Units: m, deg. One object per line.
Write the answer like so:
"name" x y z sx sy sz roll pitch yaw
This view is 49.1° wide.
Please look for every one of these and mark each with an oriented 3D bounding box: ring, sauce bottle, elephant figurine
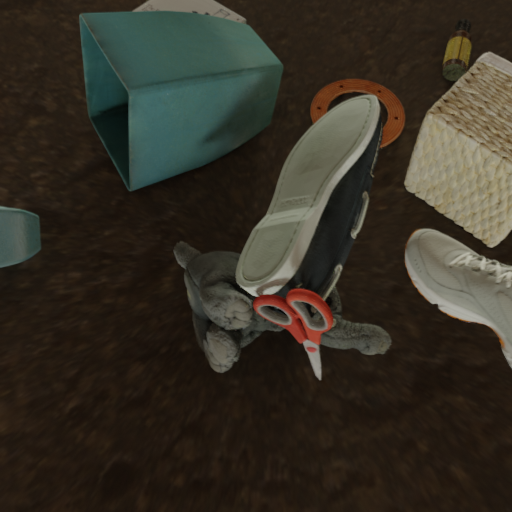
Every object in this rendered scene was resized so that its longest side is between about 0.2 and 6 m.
"ring" 1.724 -2.399 9.568 1.604 0.154 1.604 0 60 0
"sauce bottle" 3.683 -3.764 10.163 0.435 0.435 1.345 17 62 9
"elephant figurine" 0.331 0.543 7.332 2.285 1.617 1.773 -14 104 -17

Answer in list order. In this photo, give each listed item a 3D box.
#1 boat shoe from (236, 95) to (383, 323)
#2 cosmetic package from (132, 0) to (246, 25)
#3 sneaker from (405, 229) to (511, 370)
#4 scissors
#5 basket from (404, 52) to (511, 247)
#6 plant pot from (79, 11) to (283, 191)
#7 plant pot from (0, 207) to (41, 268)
"boat shoe" 0.743 -0.571 6.194 1.070 0.854 2.831 6 57 50
"cosmetic package" -1.266 -4.304 10.461 1.762 0.455 1.328 37 64 19
"sneaker" 2.337 0.292 5.281 0.793 0.964 2.095 -32 58 -23
"scissors" 0.611 0.896 5.722 0.725 1.982 0.138 -5 52 27
"basket" 3.404 -1.473 8.062 1.875 1.892 1.521 40 70 20
"plant pot" -1.067 -2.595 8.691 2.653 1.875 1.874 -20 60 -24
"plant pot" -3.540 -0.304 7.867 0.841 0.843 0.859 9 12 44
